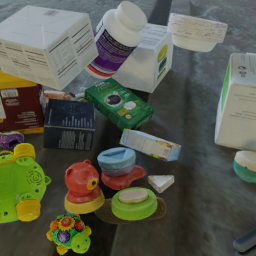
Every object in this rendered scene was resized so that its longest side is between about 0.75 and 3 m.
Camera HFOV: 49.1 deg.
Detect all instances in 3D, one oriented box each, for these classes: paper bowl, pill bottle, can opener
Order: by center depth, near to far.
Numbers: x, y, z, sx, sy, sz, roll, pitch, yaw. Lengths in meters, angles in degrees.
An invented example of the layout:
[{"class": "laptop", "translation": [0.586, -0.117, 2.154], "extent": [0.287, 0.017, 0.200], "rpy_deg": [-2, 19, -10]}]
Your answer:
[{"class": "can opener", "translation": [3.518, 2.686, 7.200], "extent": [2.150, 0.566, 0.715], "rpy_deg": [-20, 8, -25]}, {"class": "pill bottle", "translation": [-0.498, -2.941, 9.561], "extent": [1.460, 2.597, 1.460], "rpy_deg": [20, 52, -27]}, {"class": "paper bowl", "translation": [2.562, -3.594, 10.658], "extent": [2.176, 1.132, 2.176], "rpy_deg": [8, 24, -4]}]

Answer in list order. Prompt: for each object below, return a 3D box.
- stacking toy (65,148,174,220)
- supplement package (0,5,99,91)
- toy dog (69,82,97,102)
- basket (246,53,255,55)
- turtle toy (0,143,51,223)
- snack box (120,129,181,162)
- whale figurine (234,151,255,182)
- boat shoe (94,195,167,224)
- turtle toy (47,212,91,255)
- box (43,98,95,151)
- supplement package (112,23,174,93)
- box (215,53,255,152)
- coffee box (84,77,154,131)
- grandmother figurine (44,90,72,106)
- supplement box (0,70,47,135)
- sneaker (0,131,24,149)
[{"class": "stacking toy", "translation": [-0.199, 1.244, 7.590], "extent": [2.441, 1.139, 2.696], "rpy_deg": [4, 20, 30]}, {"class": "supplement package", "translation": [-2.493, -2.447, 8.280], "extent": [2.467, 1.368, 1.922], "rpy_deg": [19, 54, 25]}, {"class": "toy dog", "translation": [-1.823, -1.453, 11.697], "extent": [1.127, 0.823, 1.710], "rpy_deg": [-17, 28, 33]}, {"class": "basket", "translation": [6.213, -3.271, 14.265], "extent": [0.705, 0.868, 0.876], "rpy_deg": [17, 42, 27]}, {"class": "turtle toy", "translation": [-3.502, 1.713, 7.520], "extent": [2.859, 1.445, 2.083], "rpy_deg": [-10, 62, -9]}, {"class": "snack box", "translation": [0.766, 0.550, 9.166], "extent": [1.659, 0.561, 1.399], "rpy_deg": [18, 3, 22]}, {"class": "whale figurine", "translation": [3.996, 1.206, 8.891], "extent": [1.290, 0.841, 1.621], "rpy_deg": [27, 22, 35]}, {"class": "boat shoe", "translation": [0.070, 2.177, 7.716], "extent": [1.954, 0.703, 0.660], "rpy_deg": [-5, 6, 6]}, {"class": "turtle toy", "translation": [-1.425, 2.631, 7.038], "extent": [0.970, 0.673, 1.331], "rpy_deg": [-30, 47, -32]}, {"class": "box", "translation": [-2.079, -0.136, 9.974], "extent": [1.662, 1.048, 1.690], "rpy_deg": [6, 37, -13]}, {"class": "supplement package", "translation": [0.734, -3.453, 13.415], "extent": [2.146, 2.162, 2.849], "rpy_deg": [16, 41, 19]}, {"class": "box", "translation": [4.805, -0.898, 9.930], "extent": [2.886, 2.472, 2.872], "rpy_deg": [10, 37, 14]}, {"class": "coffee box", "translation": [-0.372, -0.958, 11.166], "extent": [2.509, 0.552, 1.542], "rpy_deg": [39, 51, 19]}, {"class": "grandmother figurine", "translation": [-3.769, -1.367, 11.938], "extent": [2.671, 0.809, 1.620], "rpy_deg": [14, 17, 14]}, {"class": "supplement box", "translation": [-4.160, -0.957, 10.282], "extent": [2.054, 2.082, 1.383], "rpy_deg": [-6, 32, -8]}, {"class": "sneaker", "translation": [-4.391, 0.473, 9.864], "extent": [1.368, 0.552, 0.571], "rpy_deg": [-10, 46, -13]}]
